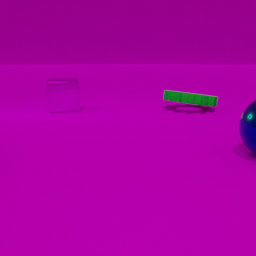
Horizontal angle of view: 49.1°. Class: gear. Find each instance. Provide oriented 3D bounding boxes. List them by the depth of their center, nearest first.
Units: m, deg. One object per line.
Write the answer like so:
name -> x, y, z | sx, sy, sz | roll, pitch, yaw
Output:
gear -> 2.489, -1.199, 11.234 | 2.080, 0.385, 2.080 | 7, 9, -1

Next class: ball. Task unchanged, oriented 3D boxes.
ball -> 2.980, -0.015, 5.685 | 1.350, 1.350, 1.350 | 0, 14, 0

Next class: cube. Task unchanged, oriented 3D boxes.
cube -> -2.558, -1.312, 11.088 | 1.195, 1.195, 1.195 | -4, 15, -15
